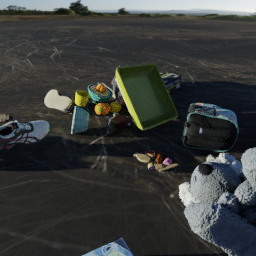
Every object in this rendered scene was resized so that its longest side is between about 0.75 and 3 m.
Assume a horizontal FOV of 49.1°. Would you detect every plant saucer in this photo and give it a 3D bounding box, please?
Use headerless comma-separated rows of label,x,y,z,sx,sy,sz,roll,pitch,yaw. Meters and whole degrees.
plant saucer,0.683,-1.262,11.349,0.618,2.581,2.577,-27,-5,42

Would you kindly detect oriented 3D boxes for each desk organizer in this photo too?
desk organizer,0.035,-1.976,13.626,1.146,1.068,2.978,21,22,-18

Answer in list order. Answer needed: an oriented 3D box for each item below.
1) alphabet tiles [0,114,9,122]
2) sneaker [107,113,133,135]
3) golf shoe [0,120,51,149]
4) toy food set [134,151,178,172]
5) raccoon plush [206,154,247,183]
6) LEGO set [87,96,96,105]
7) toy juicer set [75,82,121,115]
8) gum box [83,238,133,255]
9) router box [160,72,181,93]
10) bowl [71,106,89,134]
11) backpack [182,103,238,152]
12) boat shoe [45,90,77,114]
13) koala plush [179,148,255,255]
alphabet tiles,-5.618,-0.401,12.047,0.923,0.029,0.768,-9,28,-18
sneaker,-0.268,-0.174,11.031,0.900,0.590,1.558,8,27,9
golf shoe,-3.568,0.134,9.473,2.017,0.888,0.779,-19,68,-27
toy food set,0.909,1.084,9.004,0.925,0.229,1.455,-13,22,-25
raccoon plush,3.102,1.422,8.073,1.948,0.942,1.305,21,4,-23
LEGO set,-1.906,-1.307,13.544,1.597,0.453,1.037,-16,27,-3
toy juicer set,-0.991,-1.511,12.892,1.865,0.798,2.932,28,30,10
gum box,-0.718,3.187,4.493,2.545,0.567,2.162,-14,30,-25
router box,1.596,-2.397,15.164,1.728,0.716,2.306,18,32,31
bowl,-1.828,-0.278,10.810,0.572,1.094,1.094,9,25,-14
backpack,2.882,-0.024,9.701,1.746,1.535,1.339,13,33,16
boat shoe,-3.118,-1.147,13.044,2.408,0.875,0.755,24,-8,47
koala plush,2.216,1.546,6.382,2.103,2.179,2.372,-43,23,-3
